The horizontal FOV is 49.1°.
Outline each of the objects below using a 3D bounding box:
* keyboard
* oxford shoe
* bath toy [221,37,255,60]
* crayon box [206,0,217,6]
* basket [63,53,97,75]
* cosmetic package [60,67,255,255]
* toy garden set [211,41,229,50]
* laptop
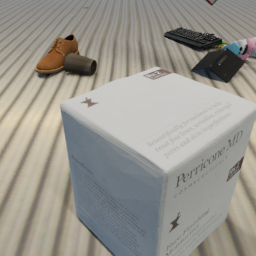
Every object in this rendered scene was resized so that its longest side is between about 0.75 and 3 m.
[{"bbox_3d":[3.025,-4.168,12.661,1.620,0.346,2.697,-18,36,-24],"label":"keyboard"},{"bbox_3d":[-2.616,-2.754,10.253,0.934,0.933,2.618,10,37,11],"label":"oxford shoe"},{"bbox_3d":[4.319,-2.866,10.523,2.232,0.825,0.970,-22,8,-34],"label":"bath toy"},{"bbox_3d":[1.853,-4.767,8.378,2.006,0.585,1.731,32,32,-24],"label":"crayon box"},{"bbox_3d":[-1.606,-2.190,9.701,0.939,0.639,0.847,14,41,14],"label":"basket"},{"bbox_3d":[0.382,0.599,4.163,1.865,2.262,1.867,-28,43,-34],"label":"cosmetic package"},{"bbox_3d":[3.944,-3.535,12.040,0.798,0.159,0.665,-16,34,-23],"label":"toy garden set"},{"bbox_3d":[3.122,-2.148,9.762,1.273,0.738,1.192,41,69,9],"label":"laptop"}]
